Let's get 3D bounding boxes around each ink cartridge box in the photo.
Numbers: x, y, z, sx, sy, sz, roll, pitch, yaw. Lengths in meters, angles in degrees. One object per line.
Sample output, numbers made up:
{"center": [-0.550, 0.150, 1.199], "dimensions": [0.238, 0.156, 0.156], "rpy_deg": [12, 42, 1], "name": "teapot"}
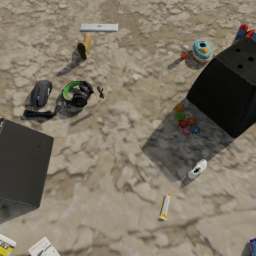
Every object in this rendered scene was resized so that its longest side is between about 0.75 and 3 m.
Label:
{"center": [-2.352, 3.612, 7.940], "dimensions": [0.580, 0.334, 0.799], "rpy_deg": [-34, 57, -30], "name": "ink cartridge box"}

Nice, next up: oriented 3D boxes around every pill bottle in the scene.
{"center": [-3.855, 3.690, 7.681], "dimensions": [0.838, 0.838, 1.505], "rpy_deg": [20, 61, 13], "name": "pill bottle"}

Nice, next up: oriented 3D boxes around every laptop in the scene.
{"center": [-4.302, 1.190, 9.295], "dimensions": [2.796, 1.620, 2.618], "rpy_deg": [-7, 56, 15], "name": "laptop"}

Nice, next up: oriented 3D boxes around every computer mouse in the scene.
{"center": [-3.248, -1.233, 11.076], "dimensions": [1.341, 0.440, 1.910], "rpy_deg": [9, 58, 7], "name": "computer mouse"}

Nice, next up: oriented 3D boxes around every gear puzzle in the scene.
{"center": [2.210, -0.374, 10.665], "dimensions": [0.779, 0.197, 1.504], "rpy_deg": [-13, 58, -8], "name": "gear puzzle"}

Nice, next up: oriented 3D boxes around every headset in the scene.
{"center": [-1.771, -1.414, 10.931], "dimensions": [1.868, 0.878, 1.154], "rpy_deg": [13, 58, 21], "name": "headset"}

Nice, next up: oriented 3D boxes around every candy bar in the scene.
{"center": [1.197, 2.482, 8.897], "dimensions": [0.214, 0.095, 0.858], "rpy_deg": [15, 59, 9], "name": "candy bar"}

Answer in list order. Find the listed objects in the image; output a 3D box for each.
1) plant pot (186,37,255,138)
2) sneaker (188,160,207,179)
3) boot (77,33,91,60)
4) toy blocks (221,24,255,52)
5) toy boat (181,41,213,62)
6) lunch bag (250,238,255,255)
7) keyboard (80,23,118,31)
{"center": [4.075, -1.686, 10.275], "dimensions": [2.591, 2.299, 2.585], "rpy_deg": [-34, 63, -19], "name": "plant pot"}
{"center": [2.408, 1.348, 9.412], "dimensions": [0.333, 0.392, 0.885], "rpy_deg": [42, 62, 15], "name": "sneaker"}
{"center": [-1.915, -3.763, 12.373], "dimensions": [0.386, 1.021, 1.166], "rpy_deg": [7, 61, 2], "name": "boot"}
{"center": [5.426, -3.459, 11.687], "dimensions": [2.640, 1.805, 1.319], "rpy_deg": [27, 61, 17], "name": "toy blocks"}
{"center": [3.028, -3.407, 12.343], "dimensions": [1.407, 0.654, 1.183], "rpy_deg": [-9, 58, -6], "name": "toy boat"}
{"center": [4.473, 3.793, 7.720], "dimensions": [1.779, 0.837, 1.339], "rpy_deg": [10, 55, -4], "name": "lunch bag"}
{"center": [-1.400, -4.910, 13.662], "dimensions": [1.822, 0.097, 0.513], "rpy_deg": [2, 52, 1], "name": "keyboard"}
